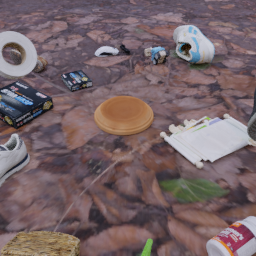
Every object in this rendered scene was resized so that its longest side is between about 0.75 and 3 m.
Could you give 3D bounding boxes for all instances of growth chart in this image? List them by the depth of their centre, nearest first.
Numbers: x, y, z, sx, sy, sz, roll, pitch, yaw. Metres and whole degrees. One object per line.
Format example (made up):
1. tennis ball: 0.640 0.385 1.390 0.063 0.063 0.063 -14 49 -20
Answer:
1. growth chart: 2.461 0.247 8.235 2.658 0.236 1.923 -17 41 -20

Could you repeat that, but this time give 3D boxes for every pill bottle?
1. pill bottle: 2.142 2.213 5.440 1.143 0.626 0.626 -22 43 -25

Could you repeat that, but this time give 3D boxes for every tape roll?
1. tape roll: -2.275 -1.418 5.512 0.889 0.889 0.311 -30 15 -32

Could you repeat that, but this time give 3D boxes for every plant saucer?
1. plant saucer: -0.133 -0.501 9.077 1.939 0.363 1.939 1 38 0

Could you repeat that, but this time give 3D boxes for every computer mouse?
1. computer mouse: -0.747 -3.598 12.980 1.608 0.353 0.881 -10 41 -12

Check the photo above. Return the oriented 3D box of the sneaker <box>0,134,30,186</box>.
1. sneaker: -3.352 0.966 6.874 0.772 0.813 2.021 19 44 20

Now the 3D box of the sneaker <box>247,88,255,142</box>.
1. sneaker: 3.580 -1.093 5.849 1.105 2.955 1.569 30 44 -5

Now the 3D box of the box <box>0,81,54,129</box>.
1. box: -3.737 -0.838 9.420 1.935 0.445 1.538 26 45 29

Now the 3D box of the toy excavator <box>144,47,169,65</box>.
1. toy excavator: 1.189 -3.302 12.353 0.573 1.115 1.147 -18 70 -20

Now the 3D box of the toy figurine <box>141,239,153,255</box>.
1. toy figurine: 0.780 3.010 3.798 2.072 1.690 2.251 23 39 13

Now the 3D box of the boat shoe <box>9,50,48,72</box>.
1. boat shoe: -4.213 -2.902 11.908 1.853 0.702 0.665 26 41 16

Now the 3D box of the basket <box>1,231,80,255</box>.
1. basket: -1.581 2.550 5.194 1.297 0.966 0.926 4 6 5

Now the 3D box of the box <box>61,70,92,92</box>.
1. box: -1.996 -1.849 10.852 0.875 0.253 1.101 -20 42 -23

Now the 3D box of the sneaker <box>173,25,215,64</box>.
1. sneaker: 2.687 -3.874 12.707 1.193 1.130 2.955 -9 38 -16
